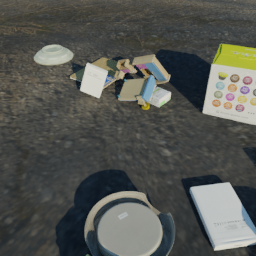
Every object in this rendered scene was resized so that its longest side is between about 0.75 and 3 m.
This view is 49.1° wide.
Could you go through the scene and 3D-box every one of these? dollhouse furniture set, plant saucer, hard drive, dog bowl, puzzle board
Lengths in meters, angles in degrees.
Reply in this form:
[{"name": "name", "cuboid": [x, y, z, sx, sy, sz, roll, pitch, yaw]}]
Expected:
[{"name": "dollhouse furniture set", "cuboid": [0.461, -1.701, 12.205, 2.194, 1.517, 2.324, 2, 64, 39]}, {"name": "plant saucer", "cuboid": [-4.095, -4.111, 15.355, 2.132, 0.535, 2.132, 0, 37, 0]}, {"name": "hard drive", "cuboid": [2.443, 2.206, 7.238, 1.173, 0.237, 1.778, -5, 38, -7]}, {"name": "dog bowl", "cuboid": [0.039, 2.478, 6.571, 2.075, 0.608, 2.075, 0, 37, 0]}, {"name": "hard drive", "cuboid": [-1.426, -1.943, 11.603, 0.897, 1.360, 0.179, 22, 44, -3]}, {"name": "puzzle board", "cuboid": [-1.233, -2.714, 13.773, 1.993, 0.230, 2.644, 22, 43, 25]}]

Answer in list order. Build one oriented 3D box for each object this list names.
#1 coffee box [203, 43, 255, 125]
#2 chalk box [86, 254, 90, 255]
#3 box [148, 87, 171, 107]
[{"name": "coffee box", "cuboid": [4.325, -1.771, 10.877, 2.192, 2.171, 2.195, 14, 39, 18]}, {"name": "chalk box", "cuboid": [-0.696, 3.157, 5.535, 1.277, 0.790, 0.794, 17, 42, 23]}, {"name": "box", "cuboid": [1.269, -1.318, 11.760, 0.729, 0.399, 0.826, 28, 45, 32]}]
